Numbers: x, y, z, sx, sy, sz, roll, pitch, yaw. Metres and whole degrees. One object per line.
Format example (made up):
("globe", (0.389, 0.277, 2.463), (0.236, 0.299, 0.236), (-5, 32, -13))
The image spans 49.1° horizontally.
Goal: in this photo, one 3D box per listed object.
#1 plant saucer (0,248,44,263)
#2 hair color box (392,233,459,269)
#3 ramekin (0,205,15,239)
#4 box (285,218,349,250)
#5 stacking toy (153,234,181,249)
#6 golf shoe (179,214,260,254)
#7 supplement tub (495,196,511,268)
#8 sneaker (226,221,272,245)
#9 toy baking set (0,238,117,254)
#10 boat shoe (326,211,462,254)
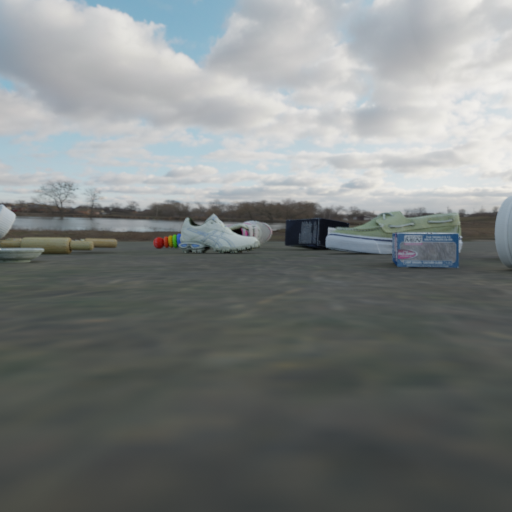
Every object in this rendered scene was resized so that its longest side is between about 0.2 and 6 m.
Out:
("plant saucer", (-3.142, -0.003, 7.267), (0.729, 0.183, 0.729), (0, 2, 0))
("hair color box", (1.885, -0.077, 6.367), (0.631, 0.382, 1.262), (0, 2, 12))
("ramekin", (-5.160, -0.667, 11.274), (0.329, 0.674, 0.674), (36, -22, -35))
("box", (1.604, -0.559, 14.788), (1.222, 0.753, 1.213), (6, -2, -41))
("stacking toy", (-2.385, -0.416, 16.365), (1.226, 0.523, 0.523), (-5, 2, 1))
("golf shoe", (-0.750, -0.443, 11.398), (1.686, 0.820, 0.660), (2, 0, 9))
("supplement tub", (2.905, -0.217, 5.124), (0.759, 0.759, 1.151), (-2, 3, -43))
("sneaker", (-0.363, -0.587, 16.975), (2.101, 0.855, 0.927), (-11, 8, -30))
("toy baking set", (-4.248, -0.176, 11.657), (2.797, 0.325, 2.147), (0, -1, -4))
("boat shoe", (2.728, -0.465, 11.141), (2.743, 0.851, 0.988), (0, 2, -8))
